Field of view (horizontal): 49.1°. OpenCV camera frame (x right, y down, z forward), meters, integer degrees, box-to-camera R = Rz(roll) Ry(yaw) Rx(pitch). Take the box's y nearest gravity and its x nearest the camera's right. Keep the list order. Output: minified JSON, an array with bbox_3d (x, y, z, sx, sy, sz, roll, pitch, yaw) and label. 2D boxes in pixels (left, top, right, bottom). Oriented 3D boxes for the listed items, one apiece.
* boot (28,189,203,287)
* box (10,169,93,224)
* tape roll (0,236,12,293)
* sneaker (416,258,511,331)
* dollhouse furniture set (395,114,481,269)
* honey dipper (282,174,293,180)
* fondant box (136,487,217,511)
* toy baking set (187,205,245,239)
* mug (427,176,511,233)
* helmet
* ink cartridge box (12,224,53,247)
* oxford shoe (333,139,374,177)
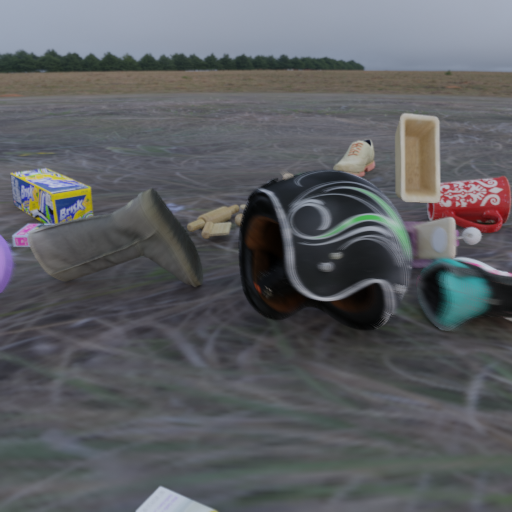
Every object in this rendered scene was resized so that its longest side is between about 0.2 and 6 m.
[{"bbox_3d":[-2.089,0.022,8.552,2.105,1.914,0.764,-24,29,12],"label":"boot"},{"bbox_3d":[-4.517,-1.289,12.321,0.897,0.823,2.561,-16,26,-37],"label":"box"},{"bbox_3d":[-4.129,0.108,7.799,1.282,1.282,0.421,-3,-6,-9],"label":"tape roll"},{"bbox_3d":[2.995,0.521,7.170,1.373,0.951,2.274,-10,14,-37],"label":"sneaker"},{"bbox_3d":[2.318,-1.057,8.348,1.961,2.475,1.757,1,-3,-16],"label":"dollhouse furniture set"},{"bbox_3d":[0.462,-1.010,10.894,0.249,1.309,0.249,12,42,-10],"label":"honey dipper"},{"bbox_3d":[-0.368,2.162,3.594,1.367,0.398,0.986,12,23,26],"label":"fondant box"},{"bbox_3d":[-0.061,-0.662,11.467,2.036,0.309,2.653,13,24,25],"label":"toy baking set"},{"bbox_3d":[4.413,-1.103,11.647,1.492,0.995,1.324,-1,18,8],"label":"mug"},{"bbox_3d":[0.940,-0.051,7.089,1.968,2.064,2.064,-3,20,-23],"label":"helmet"},{"bbox_3d":[-3.875,-0.402,10.755,1.310,0.275,0.782,2,21,0],"label":"ink cartridge box"},{"bbox_3d":[2.825,-2.863,16.385,0.909,0.948,2.568,9,22,22],"label":"oxford shoe"}]
